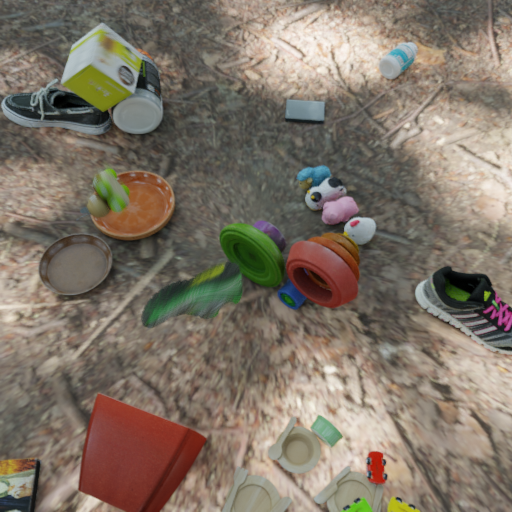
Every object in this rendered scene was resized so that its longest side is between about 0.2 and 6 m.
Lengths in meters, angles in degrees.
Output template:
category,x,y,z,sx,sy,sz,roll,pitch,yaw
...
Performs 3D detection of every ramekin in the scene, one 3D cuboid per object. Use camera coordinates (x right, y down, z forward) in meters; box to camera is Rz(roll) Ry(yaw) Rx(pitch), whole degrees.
category,x,y,z,sx,sy,sz,roll,pitch,yaw
ramekin,1.181,2.999,9.538,0.557,0.557,0.272,38,72,22

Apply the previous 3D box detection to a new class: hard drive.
category,x,y,z,sx,sy,sz,roll,pitch,yaw
hard drive,1.226,-3.638,14.129,0.971,0.160,0.678,4,57,3

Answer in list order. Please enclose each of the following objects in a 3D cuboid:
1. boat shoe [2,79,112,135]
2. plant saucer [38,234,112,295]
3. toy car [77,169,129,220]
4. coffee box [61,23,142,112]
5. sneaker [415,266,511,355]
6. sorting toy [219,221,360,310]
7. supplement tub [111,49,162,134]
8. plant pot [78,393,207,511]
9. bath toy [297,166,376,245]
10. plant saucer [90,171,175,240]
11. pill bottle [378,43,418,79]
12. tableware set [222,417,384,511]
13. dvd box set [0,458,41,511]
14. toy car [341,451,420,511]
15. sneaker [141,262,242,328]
category,x,y,z,sx,sy,sz,roll,pitch,yaw
boat shoe,-4.956,-3.687,13.677,2.809,0.959,1.037,15,58,10
plant saucer,-3.698,0.209,11.543,1.493,0.257,1.493,0,56,0
toy car,-3.108,-1.089,11.003,1.031,0.814,0.847,-32,23,10
coffee box,-3.424,-4.156,12.483,1.169,1.167,1.156,-14,59,38
sneaker,4.278,0.975,10.526,2.503,1.095,0.923,29,61,18
sorting toy,0.818,0.003,10.776,3.039,1.826,1.247,22,56,35
supplement tub,-2.958,-4.092,13.787,1.223,1.223,1.995,-7,57,-4
plant pot,-1.872,3.222,8.874,1.603,1.601,1.412,17,70,11
bath toy,1.703,-1.072,12.086,0.905,0.769,2.082,-43,60,13
plant saucer,-2.719,-1.102,12.382,1.850,0.299,1.850,0,56,1
pill bottle,3.818,-5.233,14.903,0.625,0.625,1.128,38,64,22
tableware set,0.771,3.956,9.058,2.369,0.275,1.979,32,62,20
dvd box set,-4.533,4.033,9.001,1.901,0.280,1.391,-3,56,-2
toy car,1.840,3.950,8.999,1.194,0.283,1.269,-23,62,-20
sneaker,-0.999,0.783,9.140,1.797,0.765,0.701,-22,20,-17
